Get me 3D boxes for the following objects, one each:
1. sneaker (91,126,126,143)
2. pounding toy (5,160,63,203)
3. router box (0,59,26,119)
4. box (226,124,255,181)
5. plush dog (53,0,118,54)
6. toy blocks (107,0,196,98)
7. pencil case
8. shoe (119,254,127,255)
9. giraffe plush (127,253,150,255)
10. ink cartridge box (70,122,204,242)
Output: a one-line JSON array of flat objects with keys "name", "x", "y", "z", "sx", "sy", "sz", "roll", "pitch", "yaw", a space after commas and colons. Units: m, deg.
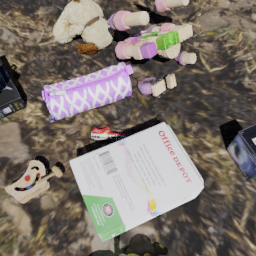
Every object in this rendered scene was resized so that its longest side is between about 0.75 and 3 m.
[{"name": "sneaker", "x": -0.592, "y": 0.169, "z": 8.733, "sx": 1.111, "sy": 0.428, "sz": 0.472, "roll": 6, "pitch": 56, "yaw": 3}, {"name": "pounding toy", "x": -2.674, "y": 1.355, "z": 7.783, "sx": 1.516, "sy": 0.869, "sz": 0.867, "roll": -31, "pitch": 69, "yaw": -17}, {"name": "router box", "x": -4.812, "y": -1.273, "z": 9.417, "sx": 1.873, "sy": 0.622, "sz": 2.382, "roll": -28, "pitch": 64, "yaw": -15}, {"name": "box", "x": 3.554, "y": 0.718, "z": 7.984, "sx": 0.713, "sy": 1.147, "sz": 1.157, "roll": -21, "pitch": 63, "yaw": -12}, {"name": "plush dog", "x": -1.374, "y": -3.843, "z": 10.441, "sx": 2.001, "sy": 1.869, "sz": 2.330, "roll": 47, "pitch": 68, "yaw": -3}, {"name": "toy blocks", "x": 0.662, "y": -2.933, "z": 9.872, "sx": 2.622, "sy": 2.805, "sz": 2.362, "roll": -36, "pitch": 33, "yaw": -31}, {"name": "pencil case", "x": -1.298, "y": -1.227, "z": 9.036, "sx": 2.929, "sy": 1.252, "sz": 1.229, "roll": -21, "pitch": 67, "yaw": -12}, {"name": "shoe", "x": -0.220, "y": 3.666, "z": 6.790, "sx": 0.408, "sy": 0.312, "sz": 1.168, "roll": 11, "pitch": 61, "yaw": 6}, {"name": "giraffe plush", "x": 0.125, "y": 3.662, "z": 6.187, "sx": 1.774, "sy": 2.055, "sz": 1.667, "roll": 36, "pitch": 38, "yaw": 19}, {"name": "ink cartridge box", "x": 0.210, "y": 1.392, "z": 7.540, "sx": 2.888, "sy": 1.264, "sz": 2.099, "roll": -23, "pitch": 64, "yaw": -11}]
